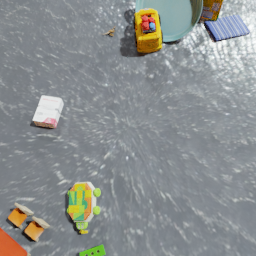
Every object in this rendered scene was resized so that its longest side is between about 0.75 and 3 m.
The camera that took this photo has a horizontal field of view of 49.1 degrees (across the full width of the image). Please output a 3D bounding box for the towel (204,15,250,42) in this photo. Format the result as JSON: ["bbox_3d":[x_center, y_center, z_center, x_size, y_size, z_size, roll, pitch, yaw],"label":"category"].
[{"bbox_3d":[4.273,-4.329,12.122,1.664,0.198,1.205,-14,63,-8],"label":"towel"}]

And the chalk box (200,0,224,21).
[{"bbox_3d":[3.550,-6.087,12.203,1.438,1.430,2.311,17,60,10],"label":"chalk box"}]

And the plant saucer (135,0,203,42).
[{"bbox_3d":[1.659,-4.976,11.472,2.758,0.378,2.758,5,107,18],"label":"plant saucer"}]

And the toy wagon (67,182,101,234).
[{"bbox_3d":[-1.370,2.410,8.476,1.169,0.298,1.507,-11,70,32],"label":"toy wagon"}]

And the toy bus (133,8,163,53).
[{"bbox_3d":[0.762,-4.075,11.022,1.169,1.654,1.723,-6,82,5],"label":"toy bus"}]

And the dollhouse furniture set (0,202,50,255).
[{"bbox_3d":[-3.136,3.645,7.687,2.412,1.256,2.439,32,69,14],"label":"dollhouse furniture set"}]

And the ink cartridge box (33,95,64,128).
[{"bbox_3d":[-2.876,-0.589,10.157,0.777,0.453,1.067,10,66,5],"label":"ink cartridge box"}]

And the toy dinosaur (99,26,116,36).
[{"bbox_3d":[-0.790,-4.084,11.989,0.813,0.245,0.432,-35,46,-22],"label":"toy dinosaur"}]

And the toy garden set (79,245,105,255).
[{"bbox_3d":[-1.102,4.337,7.872,1.345,0.322,1.614,-16,64,-9],"label":"toy garden set"}]
